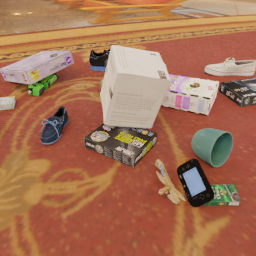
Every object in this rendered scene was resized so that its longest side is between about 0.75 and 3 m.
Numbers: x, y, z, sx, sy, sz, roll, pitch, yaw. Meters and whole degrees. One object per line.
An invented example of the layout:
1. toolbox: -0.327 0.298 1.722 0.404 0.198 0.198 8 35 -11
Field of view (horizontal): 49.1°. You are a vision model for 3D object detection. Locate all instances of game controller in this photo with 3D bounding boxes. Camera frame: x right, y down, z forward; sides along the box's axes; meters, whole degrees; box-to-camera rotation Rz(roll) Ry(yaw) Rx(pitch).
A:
1. game controller: 1.851 1.506 7.784 0.721 0.291 1.383 -26 45 10

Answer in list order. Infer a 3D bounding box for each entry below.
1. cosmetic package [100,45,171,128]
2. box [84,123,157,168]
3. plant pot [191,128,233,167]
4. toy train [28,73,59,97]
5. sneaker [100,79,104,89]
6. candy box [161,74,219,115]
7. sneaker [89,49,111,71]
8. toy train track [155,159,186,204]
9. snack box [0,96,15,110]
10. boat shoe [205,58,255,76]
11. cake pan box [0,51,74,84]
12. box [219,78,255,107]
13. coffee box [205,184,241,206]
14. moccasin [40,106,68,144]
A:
1. cosmetic package: 0.145 -1.370 9.621 1.775 2.151 1.773 4 42 -16
2. box: -0.233 0.429 9.727 2.025 0.448 1.622 19 38 27
3. plant pot: 2.626 0.536 8.995 1.168 1.168 0.937 -23 31 -32
4. toy train: -4.144 -2.254 13.896 0.687 0.509 2.437 15 34 4
5. sneaker: -0.223 -2.007 12.818 2.661 1.179 1.023 24 41 32
6. candy box: 2.654 -1.543 12.405 2.321 0.830 1.947 14 34 21
7. sneaker: -0.778 -3.844 15.751 2.839 1.106 0.995 0 32 0
8. toy train track: 1.019 1.511 7.968 0.330 1.164 2.030 -43 19 11
9. snack box: -5.430 -1.071 12.199 0.888 0.300 0.749 -6 33 -11
10. boat shoe: 5.571 -3.361 15.207 2.685 0.882 0.966 5 33 8
11. cake pan box: -4.682 -3.166 14.311 2.955 0.773 2.721 12 37 41
12. box: 5.661 -1.708 13.028 2.164 0.471 1.734 -9 34 -14
13. coffee box: 2.529 1.835 7.677 0.947 0.208 0.582 0 44 2
14. moccasin: -2.802 -0.166 10.439 0.800 0.678 1.988 2 33 3
